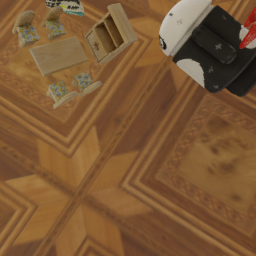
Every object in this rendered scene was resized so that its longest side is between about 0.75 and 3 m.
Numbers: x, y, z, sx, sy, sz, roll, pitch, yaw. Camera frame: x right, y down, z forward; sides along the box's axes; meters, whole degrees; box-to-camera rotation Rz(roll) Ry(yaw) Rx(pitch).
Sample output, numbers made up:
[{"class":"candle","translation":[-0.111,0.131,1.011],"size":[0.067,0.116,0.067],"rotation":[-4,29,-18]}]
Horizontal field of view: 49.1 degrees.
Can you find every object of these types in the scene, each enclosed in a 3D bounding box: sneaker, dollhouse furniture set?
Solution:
[{"class":"sneaker","translation":[-1.664,-3.174,7.347],"size":[1.142,0.455,0.443],"rotation":[23,84,17]},{"class":"dollhouse furniture set","translation":[-0.852,-1.473,5.044],"size":[1.698,1.105,1.560],"rotation":[-30,95,-36]}]

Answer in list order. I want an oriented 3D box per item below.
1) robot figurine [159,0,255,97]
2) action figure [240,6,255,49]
[{"class":"robot figurine","translation":[1.629,-1.557,5.549],"size":[2.175,1.634,1.357],"rotation":[39,67,-1]},{"class":"action figure","translation":[2.930,-0.952,4.536],"size":[2.466,1.221,0.805],"rotation":[21,62,3]}]
